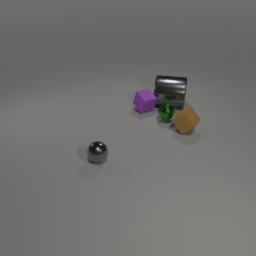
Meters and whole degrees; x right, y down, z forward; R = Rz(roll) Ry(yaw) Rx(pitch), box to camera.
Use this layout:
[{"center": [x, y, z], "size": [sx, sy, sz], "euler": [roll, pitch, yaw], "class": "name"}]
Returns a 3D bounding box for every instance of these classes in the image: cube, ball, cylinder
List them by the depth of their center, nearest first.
[{"center": [-1.002, 0.780, 9.245], "size": [0.700, 0.700, 0.700], "euler": [0, 30, 0], "class": "ball"}, {"center": [2.267, -0.322, 10.913], "size": [0.700, 0.700, 0.700], "euler": [-31, 8, 42], "class": "cube"}, {"center": [1.607, -0.679, 11.688], "size": [0.700, 0.700, 0.700], "euler": [0, 30, 0], "class": "ball"}, {"center": [0.742, -1.227, 12.465], "size": [0.700, 0.700, 0.700], "euler": [-16, 55, -30], "class": "cube"}, {"center": [1.965, -1.692, 12.959], "size": [1.400, 1.400, 1.400], "euler": [7, 31, 11], "class": "cylinder"}]
